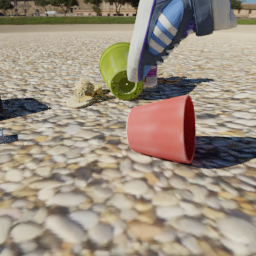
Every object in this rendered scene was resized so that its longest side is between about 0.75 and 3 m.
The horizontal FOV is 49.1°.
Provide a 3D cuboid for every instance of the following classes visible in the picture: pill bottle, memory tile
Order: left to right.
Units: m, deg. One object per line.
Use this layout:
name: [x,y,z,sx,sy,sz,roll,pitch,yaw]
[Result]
pill bottle: [0.855,-3.044,13.242,1.134,2.021,1.134,1,22,0]
memory tile: [1.652,-2.745,14.868,2.386,0.200,1.828,13,27,26]

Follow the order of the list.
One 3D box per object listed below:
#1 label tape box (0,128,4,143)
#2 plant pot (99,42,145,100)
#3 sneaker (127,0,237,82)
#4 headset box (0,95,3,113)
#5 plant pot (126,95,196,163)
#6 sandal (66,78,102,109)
label tape box: [-3.890,0.266,7.796,0.763,0.252,0.547,-8,25,-21]
plant pot: [-0.147,-2.227,11.668,2.124,2.124,2.045,-2,34,-5]
sneaker: [0.795,-1.357,4.017,1.390,1.899,0.765,13,40,0]
headset box: [-6.075,-0.943,9.589,2.766,1.038,2.056,-19,30,-37]
plant pot: [0.828,0.029,6.890,1.433,1.620,1.620,-1,21,24]
sandal: [-1.776,-1.636,11.402,0.990,0.888,2.701,6,24,14]
